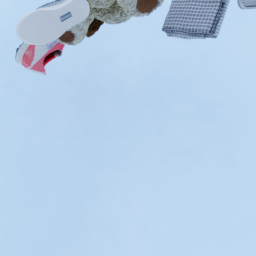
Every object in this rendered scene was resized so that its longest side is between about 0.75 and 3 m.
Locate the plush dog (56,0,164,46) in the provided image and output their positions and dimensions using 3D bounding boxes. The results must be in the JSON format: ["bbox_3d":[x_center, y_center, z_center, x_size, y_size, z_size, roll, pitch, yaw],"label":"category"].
[{"bbox_3d":[-0.481,-3.042,6.289,2.566,2.204,2.059,-17,89,16],"label":"plush dog"}]

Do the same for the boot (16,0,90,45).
[{"bbox_3d":[-1.234,-1.650,4.299,0.600,0.483,1.329,16,42,37],"label":"boot"}]

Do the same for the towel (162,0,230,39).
[{"bbox_3d":[1.459,-2.506,6.130,1.263,0.541,1.046,18,85,36],"label":"towel"}]

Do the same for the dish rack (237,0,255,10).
[{"bbox_3d":[2.574,-3.025,6.061,0.834,0.212,0.972,-16,93,-29],"label":"dish rack"}]

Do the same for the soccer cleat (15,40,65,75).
[{"bbox_3d":[-1.819,-2.289,7.073,0.835,0.778,2.282,33,67,0],"label":"soccer cleat"}]
